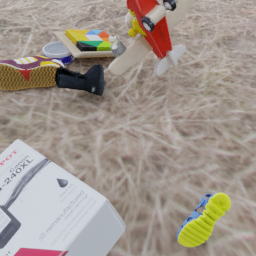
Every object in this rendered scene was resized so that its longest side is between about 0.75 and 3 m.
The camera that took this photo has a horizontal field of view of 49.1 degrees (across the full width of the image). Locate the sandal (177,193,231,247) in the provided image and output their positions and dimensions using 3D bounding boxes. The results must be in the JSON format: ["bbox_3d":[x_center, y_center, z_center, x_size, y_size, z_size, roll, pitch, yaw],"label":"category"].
[{"bbox_3d":[1.318,1.606,5.001,1.181,0.469,0.514,-46,6,-1],"label":"sandal"}]

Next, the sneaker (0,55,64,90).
[{"bbox_3d":[-3.398,-1.872,9.234,2.546,0.954,1.147,0,31,-9],"label":"sneaker"}]

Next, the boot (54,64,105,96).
[{"bbox_3d":[-1.481,-1.623,8.576,1.422,0.646,1.692,11,33,-17],"label":"boot"}]

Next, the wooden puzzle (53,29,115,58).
[{"bbox_3d":[-1.385,-3.365,10.893,2.369,0.477,2.561,-11,39,-32],"label":"wooden puzzle"}]

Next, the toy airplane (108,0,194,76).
[{"bbox_3d":[0.672,-2.879,8.375,2.610,2.599,1.842,-16,47,-40],"label":"toy airplane"}]

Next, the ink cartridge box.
[{"bbox_3d":[-1.593,1.480,4.503,2.481,1.034,1.802,23,60,36],"label":"ink cartridge box"}]

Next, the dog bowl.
[{"bbox_3d":[-2.587,-2.822,10.597,1.183,0.466,1.183,0,40,0],"label":"dog bowl"}]
